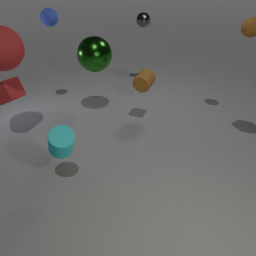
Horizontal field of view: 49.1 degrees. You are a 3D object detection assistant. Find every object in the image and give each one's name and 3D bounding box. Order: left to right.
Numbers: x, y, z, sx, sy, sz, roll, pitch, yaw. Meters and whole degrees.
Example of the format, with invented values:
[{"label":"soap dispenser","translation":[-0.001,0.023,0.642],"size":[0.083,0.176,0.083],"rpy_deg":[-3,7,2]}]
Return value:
[{"label":"ball","translation":[-4.028,-2.521,8.900],"size":[1.400,1.400,1.400],"rpy_deg":[0,29,0]},{"label":"cube","translation":[-4.137,-1.290,9.732],"size":[0.700,0.700,0.700],"rpy_deg":[-15,15,31]},{"label":"ball","translation":[-3.127,-4.394,11.113],"size":[0.700,0.700,0.700],"rpy_deg":[0,29,0]},{"label":"cylinder","translation":[-1.822,0.382,7.634],"size":[0.700,0.700,0.700],"rpy_deg":[7,57,-11]},{"label":"ball","translation":[-1.333,-2.942,11.187],"size":[1.400,1.400,1.400],"rpy_deg":[0,29,0]},{"label":"ball","translation":[0.766,-5.406,13.995],"size":[0.700,0.700,0.700],"rpy_deg":[0,29,0]},{"label":"cylinder","translation":[0.629,-1.849,10.930],"size":[0.700,0.700,0.700],"rpy_deg":[14,45,23]},{"label":"ball","translation":[4.461,-3.641,10.138],"size":[0.700,0.700,0.700],"rpy_deg":[0,29,0]}]
